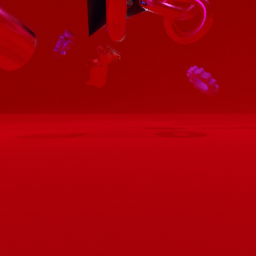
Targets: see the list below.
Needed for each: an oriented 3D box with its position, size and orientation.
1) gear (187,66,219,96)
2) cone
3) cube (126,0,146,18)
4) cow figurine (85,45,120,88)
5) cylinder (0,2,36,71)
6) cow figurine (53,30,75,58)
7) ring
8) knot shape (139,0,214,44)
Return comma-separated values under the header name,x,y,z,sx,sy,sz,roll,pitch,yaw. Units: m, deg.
name,x,y,z,sx,sy,sz,roll,pitch,yaw
gear,2.767,-1.732,10.392,1.305,0.241,1.305,43,-5,5
cone,-0.741,-2.897,7.150,1.285,1.290,1.285,23,33,-16
cube,0.083,-4.402,9.229,0.976,0.976,0.976,-13,-5,20
cow figurine,-0.993,-2.287,10.555,0.875,1.595,1.569,-7,14,-38
cylinder,-2.255,-1.606,4.801,0.949,0.949,0.949,1,-12,22
cow figurine,-2.397,-3.124,10.477,0.623,1.136,1.118,27,2,-14
ring,-0.178,-2.388,4.955,0.329,1.645,1.645,2,3,-1
knot shape,1.354,-3.240,7.104,1.908,1.785,0.881,29,-15,-4
